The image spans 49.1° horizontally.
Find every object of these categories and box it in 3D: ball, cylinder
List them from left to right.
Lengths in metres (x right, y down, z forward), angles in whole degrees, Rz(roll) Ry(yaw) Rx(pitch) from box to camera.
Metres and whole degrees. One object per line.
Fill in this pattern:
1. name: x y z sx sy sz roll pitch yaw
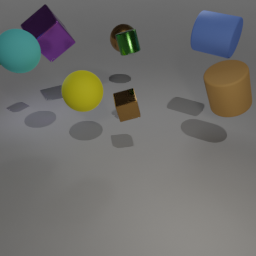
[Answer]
1. ball: -3.578 -2.499 9.140 1.400 1.400 1.400 0 31 0
2. ball: -1.540 -1.248 9.519 1.400 1.400 1.400 0 31 0
3. ball: -0.226 -4.556 14.257 1.400 1.400 1.400 0 31 0
4. cylinder: 0.004 -2.857 9.345 0.700 0.700 0.700 -14 23 6
5. cylinder: 3.159 -3.337 9.994 1.400 1.400 1.400 23 37 25
6. cylinder: 3.364 -1.319 9.406 1.400 1.400 1.400 -16 41 14

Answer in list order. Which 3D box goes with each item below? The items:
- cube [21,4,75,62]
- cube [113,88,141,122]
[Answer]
1. cube: -3.363 -3.977 11.847 1.400 1.400 1.400 -38 60 5
2. cube: -0.034 -0.736 9.010 0.700 0.700 0.700 -15 44 3
